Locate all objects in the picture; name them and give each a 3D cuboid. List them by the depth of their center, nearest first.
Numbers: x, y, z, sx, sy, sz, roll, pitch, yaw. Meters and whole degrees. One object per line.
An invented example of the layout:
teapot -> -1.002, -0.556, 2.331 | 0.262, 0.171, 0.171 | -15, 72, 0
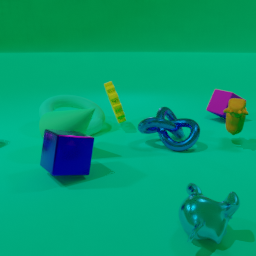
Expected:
monkey head -> 1.056, 1.102, 3.749 | 0.651, 0.777, 1.080 | 24, 28, -2
cube -> -1.211, 0.471, 5.530 | 0.762, 0.762, 0.762 | 6, 5, -35
cone -> -1.158, -0.140, 6.358 | 1.192, 1.188, 1.188 | -32, 1, 28
cow figurine -> 2.720, -0.264, 7.089 | 0.575, 1.048, 1.031 | 8, 23, 22
knot shape -> 1.152, 0.036, 7.224 | 1.555, 0.718, 1.455 | -12, 33, -44
ring -> -1.655, -0.409, 8.458 | 1.983, 0.397, 1.983 | 12, 32, -8
gear -> -0.395, -0.775, 8.568 | 0.237, 1.279, 1.279 | -21, 19, -3
cube -> 3.332, -0.768, 9.528 | 0.801, 0.801, 0.801 | 20, 5, -31
